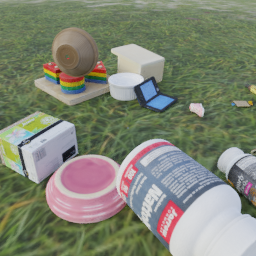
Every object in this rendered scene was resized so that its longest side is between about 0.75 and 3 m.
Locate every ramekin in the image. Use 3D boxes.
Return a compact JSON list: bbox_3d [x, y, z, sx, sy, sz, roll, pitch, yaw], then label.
[{"bbox_3d":[-0.077,-1.645,11.203,1.404,0.684,1.404,0,31,0],"label":"ramekin"}]

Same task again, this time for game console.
[{"bbox_3d":[1.066,-1.303,10.561,0.828,1.194,1.399,-12,17,44],"label":"game console"}]

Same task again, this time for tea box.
[{"bbox_3d":[-2.415,0.440,7.517,1.482,1.007,1.507,18,36,28],"label":"tea box"}]

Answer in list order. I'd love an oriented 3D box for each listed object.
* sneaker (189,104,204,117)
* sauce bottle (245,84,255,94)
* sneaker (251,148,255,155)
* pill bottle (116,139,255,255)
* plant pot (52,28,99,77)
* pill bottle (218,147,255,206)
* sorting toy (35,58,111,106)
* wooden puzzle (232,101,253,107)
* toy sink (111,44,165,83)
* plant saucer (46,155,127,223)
[{"bbox_3d":[2.419,-0.632,9.913,0.453,0.326,0.867,4,26,3],"label":"sneaker"},{"bbox_3d":[5.165,-1.584,11.496,0.287,0.287,0.888,-13,34,-20],"label":"sauce bottle"},{"bbox_3d":[3.654,0.964,7.344,0.507,0.473,1.342,-14,26,14],"label":"sneaker"},{"bbox_3d":[1.116,1.492,5.266,1.605,1.605,2.684,-20,37,-28],"label":"pill bottle"},{"bbox_3d":[-1.871,-2.444,9.368,1.657,1.657,0.765,7,27,10],"label":"plant pot"},{"bbox_3d":[2.864,1.145,6.522,0.881,0.881,1.515,-14,33,-21],"label":"pill bottle"},{"bbox_3d":[-2.108,-2.210,11.850,2.736,0.952,2.719,-27,41,-37],"label":"sorting toy"},{"bbox_3d":[4.304,-0.902,10.582,0.825,0.096,0.556,3,28,4],"label":"wooden puzzle"},{"bbox_3d":[0.356,-2.774,12.558,1.394,1.198,2.139,-24,44,-33],"label":"toy sink"},{"bbox_3d":[-0.923,1.286,6.639,2.035,0.516,2.035,-1,32,0],"label":"plant saucer"}]
